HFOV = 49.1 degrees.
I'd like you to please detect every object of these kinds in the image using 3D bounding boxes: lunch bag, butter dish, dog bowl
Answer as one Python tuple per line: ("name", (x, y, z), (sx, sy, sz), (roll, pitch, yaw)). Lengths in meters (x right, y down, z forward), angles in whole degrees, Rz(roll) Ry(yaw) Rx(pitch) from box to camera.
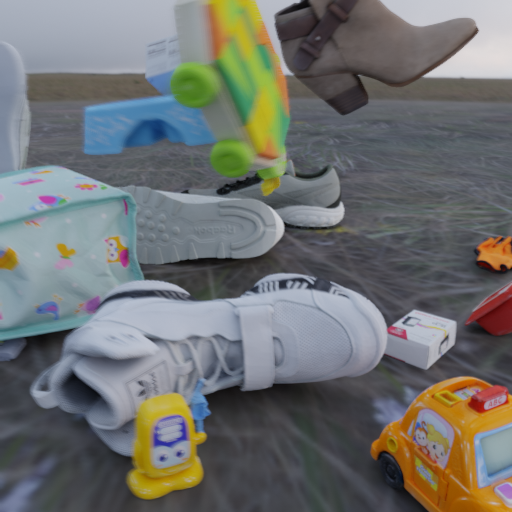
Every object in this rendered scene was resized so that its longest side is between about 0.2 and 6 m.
("lunch bag", (-3.474, -0.042, 7.258), (3.200, 1.951, 2.726), (-16, 24, -32))
("butter dish", (3.255, 0.733, 7.127), (0.862, 0.859, 0.637), (-24, 71, -45))
("dog bowl", (-1.796, -2.710, 11.184), (3.561, 0.883, 1.985), (-4, 19, 13))

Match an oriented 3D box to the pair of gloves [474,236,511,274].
("pair of gloves", (4.805, 0.099, 9.386), (2.198, 0.272, 1.958), (14, 22, 26))

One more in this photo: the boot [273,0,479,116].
("boot", (1.238, -2.529, 6.158), (1.981, 1.449, 0.696), (-30, 27, 16))

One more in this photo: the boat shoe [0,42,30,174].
("boat shoe", (-3.856, -2.124, 8.646), (0.768, 2.167, 0.756), (2, 11, -2))

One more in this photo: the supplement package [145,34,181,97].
("supplement package", (-1.362, -4.008, 11.881), (1.559, 0.865, 1.215), (-8, -17, 20))

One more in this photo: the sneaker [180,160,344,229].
("sneaker", (0.106, -1.341, 11.794), (3.462, 1.373, 1.280), (-1, 21, 0))

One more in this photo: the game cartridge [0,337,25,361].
("game cartridge", (-3.213, 1.103, 6.751), (0.733, 0.150, 0.488), (0, 15, -1))

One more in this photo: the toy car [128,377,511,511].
("toy car", (0.668, 1.524, 4.140), (3.287, 1.094, 1.612), (-2, 19, -9))

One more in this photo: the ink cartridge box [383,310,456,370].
("ink cartridge box", (1.970, 0.990, 6.753), (0.585, 0.339, 0.792), (15, 26, 37))

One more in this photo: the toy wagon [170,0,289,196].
("toy wagon", (-0.140, -2.550, 8.932), (0.734, 3.711, 2.879), (-7, 46, 24))

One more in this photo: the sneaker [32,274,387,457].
("sneaker", (-0.443, 1.034, 5.414), (3.263, 1.226, 1.875), (1, 19, 17))

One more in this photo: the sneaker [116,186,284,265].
("sneaker", (-1.247, -0.538, 10.077), (3.458, 1.321, 1.392), (8, 9, 8))
